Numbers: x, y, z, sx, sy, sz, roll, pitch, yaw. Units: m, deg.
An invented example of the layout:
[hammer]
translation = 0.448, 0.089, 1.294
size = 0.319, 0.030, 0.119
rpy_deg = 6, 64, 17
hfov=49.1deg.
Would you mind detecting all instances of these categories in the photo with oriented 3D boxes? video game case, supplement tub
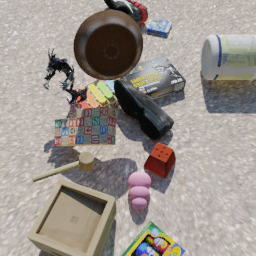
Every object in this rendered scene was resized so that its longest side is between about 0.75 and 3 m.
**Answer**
[video game case]
translation = 1.591, -5.074, 14.055
size = 1.056, 0.240, 0.957
rpy_deg = 16, 54, 11
[supplement tub]
translation = 4.421, -2.871, 11.441
size = 2.504, 1.816, 1.816
rpy_deg = 0, 54, 0

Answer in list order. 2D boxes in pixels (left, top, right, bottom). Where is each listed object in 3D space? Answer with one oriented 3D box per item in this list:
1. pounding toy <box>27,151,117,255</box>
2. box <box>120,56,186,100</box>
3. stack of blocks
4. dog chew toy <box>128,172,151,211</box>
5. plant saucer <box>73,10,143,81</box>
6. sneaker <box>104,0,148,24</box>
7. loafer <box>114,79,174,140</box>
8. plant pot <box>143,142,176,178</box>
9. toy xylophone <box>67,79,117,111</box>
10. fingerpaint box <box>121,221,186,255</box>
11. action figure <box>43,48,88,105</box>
[pounding toy]
translation = -1.583, 2.139, 8.075
size = 2.469, 1.286, 2.810
rpy_deg = 16, 55, 12
[box]
translation = 0.991, -2.023, 11.612
size = 2.228, 0.538, 1.764
rpy_deg = -19, 56, -14
[stack of blocks]
translation = -1.424, -0.012, 9.234
size = 2.032, 0.595, 1.170
rpy_deg = -4, 81, 23
[dog chew toy]
translation = 0.354, 1.948, 8.622
size = 0.719, 0.719, 1.155
rpy_deg = 1, 60, 1
[plant saucer]
translation = -0.530, -2.384, 8.503
size = 2.201, 2.201, 0.403
rpy_deg = -13, 35, -9
[sneaker]
translation = -0.413, -6.138, 14.325
size = 1.446, 1.046, 2.959
rpy_deg = -36, 63, -26
[loafer]
translation = 0.536, -0.812, 10.442
size = 1.010, 1.017, 2.794
rpy_deg = -30, 74, -32
[plant pot]
translation = 1.082, 0.988, 9.265
size = 0.852, 0.751, 0.852
rpy_deg = 25, 58, 18
[toy xylophone]
translation = -1.376, -1.361, 11.106
size = 2.276, 0.572, 1.666
rpy_deg = -34, 60, -23
[fingerpaint box]
translation = 0.602, 3.512, 7.528
size = 1.242, 0.546, 1.488
rpy_deg = 36, 61, 24
[action figure]
translation = -2.232, -1.658, 9.530
size = 1.209, 2.035, 1.038
rpy_deg = 9, 53, 44
